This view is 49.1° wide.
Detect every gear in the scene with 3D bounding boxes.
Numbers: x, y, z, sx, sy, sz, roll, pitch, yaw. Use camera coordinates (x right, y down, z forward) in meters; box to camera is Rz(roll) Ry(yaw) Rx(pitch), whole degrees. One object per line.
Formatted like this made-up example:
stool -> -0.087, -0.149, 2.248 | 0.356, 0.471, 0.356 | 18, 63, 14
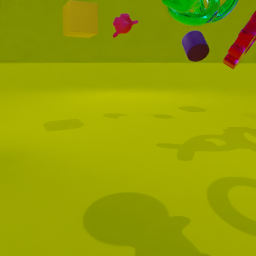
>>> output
gear -> 3.232, -2.458, 7.404 | 0.345, 1.868, 1.868 | 37, 26, 13

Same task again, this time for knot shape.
knot shape -> 1.858, -3.575, 7.014 | 2.004, 1.875, 0.926 | -22, 15, -23

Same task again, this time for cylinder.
cylinder -> 2.652, -3.219, 11.034 | 0.877, 0.877, 0.877 | -2, 53, -9

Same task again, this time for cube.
cube -> -1.513, -3.406, 8.857 | 0.896, 0.896, 0.896 | -4, 10, -26

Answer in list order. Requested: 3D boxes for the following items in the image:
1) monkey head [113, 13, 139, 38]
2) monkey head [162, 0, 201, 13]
monkey head -> -0.119, -3.649, 10.037 | 1.095, 0.660, 0.788 | -31, 52, 4
monkey head -> 0.805, -1.958, 3.633 | 0.924, 1.285, 0.774 | -11, -27, -47
